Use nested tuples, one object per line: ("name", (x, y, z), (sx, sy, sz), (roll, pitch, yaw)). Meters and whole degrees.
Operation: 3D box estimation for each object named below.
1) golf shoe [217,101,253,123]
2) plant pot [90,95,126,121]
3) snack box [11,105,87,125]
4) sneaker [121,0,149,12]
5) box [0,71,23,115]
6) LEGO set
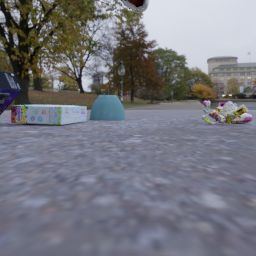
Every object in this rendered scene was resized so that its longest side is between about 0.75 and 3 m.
("golf shoe", (4.203, -0.633, 11.282), (0.731, 0.889, 1.942), (-1, 6, -20))
("plant pot", (-1.017, -1.018, 13.992), (1.807, 1.217, 1.807), (0, 5, 0))
("snack box", (-2.963, -0.552, 11.052), (1.935, 0.721, 2.721), (1, 5, 11))
("sneaker", (-0.105, -2.730, 5.069), (1.482, 0.581, 0.588), (35, 27, -34))
("box", (-5.045, -1.036, 9.831), (2.198, 0.867, 1.551), (-37, -18, 29))
("LEGO set", (3.308, -0.455, 10.013), (0.683, 0.845, 1.836), (-13, 17, -30))
